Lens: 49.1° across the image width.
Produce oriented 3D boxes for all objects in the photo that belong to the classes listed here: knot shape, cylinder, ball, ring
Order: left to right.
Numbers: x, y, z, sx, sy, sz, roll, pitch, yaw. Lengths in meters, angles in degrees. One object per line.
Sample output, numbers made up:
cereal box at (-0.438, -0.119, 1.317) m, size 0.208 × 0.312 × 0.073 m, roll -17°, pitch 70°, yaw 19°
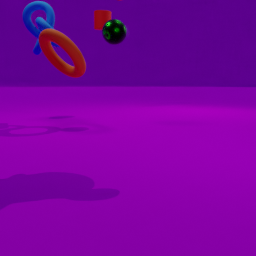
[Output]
knot shape at (-2.814, -3.107, 9.188) m, size 0.768 × 1.663 × 1.556 m, roll -25°, pitch -16°, yaw -39°
ring at (-1.940, -2.170, 8.275) m, size 1.667 × 1.667 × 0.333 m, roll 10°, pitch 54°, yaw 48°
cylinder at (-1.060, -4.493, 11.698) m, size 0.717 × 0.717 × 0.717 m, roll 1°, pitch 14°, yaw 0°
ball at (-0.424, -2.974, 8.687) m, size 0.764 × 0.764 × 0.764 m, roll 0°, pitch 9°, yaw 0°
